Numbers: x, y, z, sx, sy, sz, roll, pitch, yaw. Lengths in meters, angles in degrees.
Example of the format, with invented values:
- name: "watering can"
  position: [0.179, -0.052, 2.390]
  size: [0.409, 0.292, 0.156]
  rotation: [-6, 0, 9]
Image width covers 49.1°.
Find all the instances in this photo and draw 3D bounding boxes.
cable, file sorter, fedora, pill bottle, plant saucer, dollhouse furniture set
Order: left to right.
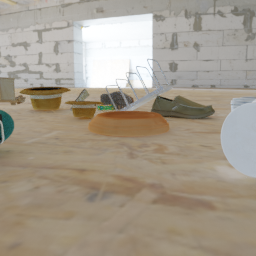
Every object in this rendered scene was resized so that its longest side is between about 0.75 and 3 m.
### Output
- name: "dollhouse furniture set"
  position: [-3.168, -0.909, 7.320]
  size: [0.658, 0.562, 1.269]
  rotation: [-3, -1, -38]
- name: "fedora"
  position: [-4.124, -1.477, 14.161]
  size: [2.681, 1.094, 2.681]
  rotation: [0, 13, 0]
- name: "fedora"
  position: [-1.750, -0.746, 11.202]
  size: [1.631, 0.665, 1.631]
  rotation: [2, 6, 0]
- name: "plant saucer"
  position: [0.027, -0.205, 8.848]
  size: [2.564, 0.480, 2.564]
  rotation: [0, 10, 0]
- name: "file sorter"
  position: [0.436, -1.759, 12.118]
  size: [2.336, 1.454, 1.621]
  rotation: [-28, -3, 24]
- name: "cable"
  position: [5.430, -0.828, 11.347]
  size: [2.390, 0.828, 2.391]
  rotation: [5, 11, 32]
- name: "pill bottle"
  position: [2.777, 0.068, 4.770]
  size: [2.374, 1.374, 1.374]
  rotation: [-7, 13, -34]

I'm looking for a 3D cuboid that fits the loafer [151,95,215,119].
- name: "loafer"
  position: [2.202, -0.894, 11.470]
  size: [2.630, 0.887, 1.000]
  rotation: [3, 11, 18]

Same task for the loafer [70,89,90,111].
- name: "loafer"
  position: [-2.190, -1.217, 12.839]
  size: [0.414, 1.213, 0.459]
  rotation: [36, 5, -16]

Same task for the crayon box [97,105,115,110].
- name: "crayon box"
  position: [-1.110, -1.033, 14.116]
  size: [0.779, 0.227, 0.462]
  rotation: [-5, 11, -24]

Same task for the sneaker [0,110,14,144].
- name: "sneaker"
  position: [-2.878, 0.284, 5.023]
  size: [1.107, 0.989, 2.770]
  rotation: [7, 18, 18]

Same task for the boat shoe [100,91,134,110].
- name: "boat shoe"
  position: [-0.466, -1.479, 14.712]
  size: [0.907, 0.957, 2.527]
  rotation: [-6, 13, -39]
